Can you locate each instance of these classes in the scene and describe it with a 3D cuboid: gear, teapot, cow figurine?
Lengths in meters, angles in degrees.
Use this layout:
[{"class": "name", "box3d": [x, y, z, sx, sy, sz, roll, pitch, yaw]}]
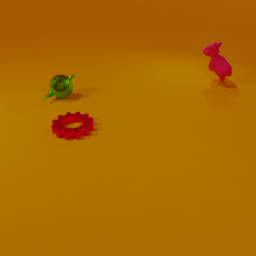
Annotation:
[{"class": "gear", "box3d": [-1.470, -0.078, 7.486, 1.102, 0.204, 1.102, 0, 34, 0]}, {"class": "teapot", "box3d": [-2.124, -1.280, 8.736, 1.205, 0.749, 0.590, -39, 10, -2]}, {"class": "cow figurine", "box3d": [3.041, -2.261, 9.434, 0.666, 1.194, 1.214, -35, 68, 3]}]
